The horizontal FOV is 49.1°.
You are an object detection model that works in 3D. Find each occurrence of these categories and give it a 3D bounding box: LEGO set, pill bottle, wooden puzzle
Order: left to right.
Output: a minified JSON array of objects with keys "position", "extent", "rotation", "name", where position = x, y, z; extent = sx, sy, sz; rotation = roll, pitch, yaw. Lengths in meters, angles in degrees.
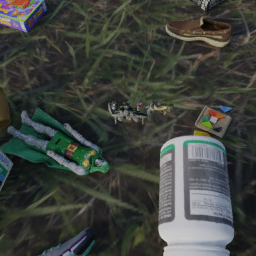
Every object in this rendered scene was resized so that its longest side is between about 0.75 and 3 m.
[{"position":[0.116,-0.226,4.515],"extent":[0.843,1.298,0.368],"rotation":[5,90,-20],"name":"LEGO set"},{"position":[1.370,1.592,5.798],"extent":[1.469,1.469,2.598],"rotation":[5,61,3],"name":"pill bottle"},{"position":[2.314,-0.179,7.572],"extent":[0.856,0.148,1.269],"rotation":[22,62,12],"name":"wooden puzzle"}]

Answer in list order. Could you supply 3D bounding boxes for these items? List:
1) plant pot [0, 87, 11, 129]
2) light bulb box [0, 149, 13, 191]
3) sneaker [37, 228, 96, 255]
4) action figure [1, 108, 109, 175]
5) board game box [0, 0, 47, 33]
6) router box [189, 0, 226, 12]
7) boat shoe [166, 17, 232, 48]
[{"position":[-3.532,-0.479,7.391],"extent":[0.893,0.893,0.958],"rotation":[-30,75,-16],"name":"plant pot"},{"position":[-3.830,1.160,6.289],"extent":[1.657,1.043,1.672],"rotation":[12,60,7],"name":"light bulb box"},{"position":[-1.678,2.686,5.595],"extent":[0.964,0.820,2.202],"rotation":[38,67,24],"name":"sneaker"},{"position":[-1.636,0.449,6.942],"extent":[2.637,0.721,1.558],"rotation":[24,60,9],"name":"action figure"},{"position":[-3.964,-4.109,9.635],"extent":[1.902,0.426,1.279],"rotation":[20,62,11],"name":"board game box"},{"position":[2.996,-5.063,10.110],"extent":[1.719,0.534,1.288],"rotation":[-35,66,-17],"name":"router box"},{"position":[2.271,-3.236,8.940],"extent":[2.086,0.772,0.770],"rotation":[13,61,7],"name":"boat shoe"}]
